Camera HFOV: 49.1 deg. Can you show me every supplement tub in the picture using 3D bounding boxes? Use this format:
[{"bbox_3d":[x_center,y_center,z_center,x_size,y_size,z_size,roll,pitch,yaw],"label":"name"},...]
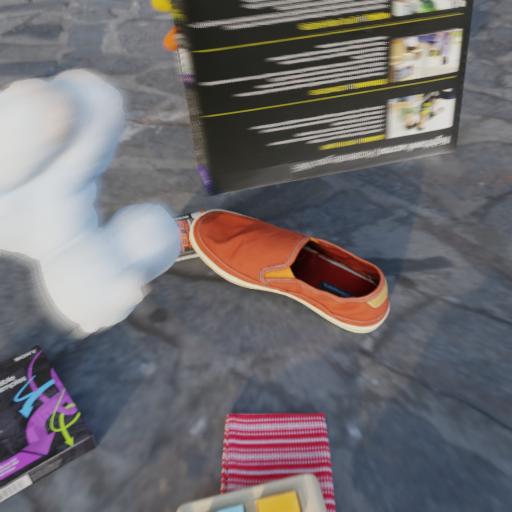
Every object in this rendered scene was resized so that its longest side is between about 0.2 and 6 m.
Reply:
[{"bbox_3d":[-1.051,-0.320,8.888,1.339,0.716,0.716,-14,43,-15],"label":"supplement tub"}]

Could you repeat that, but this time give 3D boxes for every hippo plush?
[{"bbox_3d":[-1.702,-0.372,5.357,2.010,1.991,2.499,46,48,-2],"label":"hippo plush"}]

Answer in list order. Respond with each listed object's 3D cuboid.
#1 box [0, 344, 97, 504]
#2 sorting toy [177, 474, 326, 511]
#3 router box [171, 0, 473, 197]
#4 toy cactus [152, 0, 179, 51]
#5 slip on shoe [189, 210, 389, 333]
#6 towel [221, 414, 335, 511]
[{"bbox_3d":[-2.825,1.914,6.641,1.215,0.307,1.700,-27,47,-27],"label":"box"},{"bbox_3d":[0.060,2.890,5.299,1.478,0.270,1.368,-10,55,-8],"label":"sorting toy"},{"bbox_3d":[0.789,-2.172,6.507,3.242,2.418,0.828,-11,33,-8],"label":"router box"},{"bbox_3d":[-0.266,-3.934,9.210,2.317,1.436,2.808,7,3,-41],"label":"toy cactus"},{"bbox_3d":[0.457,0.035,7.977,3.125,0.956,1.158,26,59,16],"label":"slip on shoe"},{"bbox_3d":[0.229,2.456,6.111,1.227,0.191,1.697,1,41,-1],"label":"towel"}]
